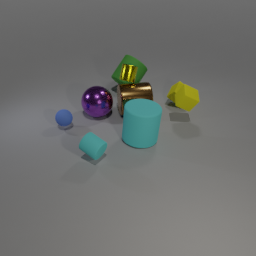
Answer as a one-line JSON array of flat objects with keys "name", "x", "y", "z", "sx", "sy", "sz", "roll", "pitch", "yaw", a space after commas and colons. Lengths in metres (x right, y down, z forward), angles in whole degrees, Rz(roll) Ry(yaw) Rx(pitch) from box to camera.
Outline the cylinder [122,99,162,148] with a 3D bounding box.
[{"name": "cylinder", "x": 0.512, "y": -0.189, "z": 10.626, "sx": 1.400, "sy": 1.400, "sz": 1.400, "roll": 4, "pitch": 33, "yaw": -2}]

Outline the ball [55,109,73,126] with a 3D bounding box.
[{"name": "ball", "x": -2.621, "y": -0.418, "z": 11.470, "sx": 0.700, "sy": 0.700, "sz": 0.700, "roll": 0, "pitch": 31, "yaw": 0}]

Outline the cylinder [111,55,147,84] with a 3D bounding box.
[{"name": "cylinder", "x": 0.072, "y": -2.859, "z": 14.652, "sx": 1.400, "sy": 1.400, "sz": 1.400, "roll": 33, "pitch": 0, "yaw": 0}]

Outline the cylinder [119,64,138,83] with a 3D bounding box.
[{"name": "cylinder", "x": 0.027, "y": -2.423, "z": 12.356, "sx": 0.700, "sy": 0.700, "sz": 0.700, "roll": 12, "pitch": 12, "yaw": -3}]

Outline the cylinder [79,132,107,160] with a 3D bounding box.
[{"name": "cylinder", "x": -1.175, "y": 0.605, "z": 9.454, "sx": 0.700, "sy": 0.700, "sz": 0.700, "roll": 33, "pitch": 41, "yaw": 17}]

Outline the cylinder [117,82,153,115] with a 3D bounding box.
[{"name": "cylinder", "x": 0.293, "y": -1.321, "z": 12.620, "sx": 1.400, "sy": 1.400, "sz": 1.400, "roll": -6, "pitch": 31, "yaw": -9}]

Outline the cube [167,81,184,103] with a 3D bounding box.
[{"name": "cube", "x": 2.383, "y": -1.638, "z": 13.175, "sx": 0.700, "sy": 0.700, "sz": 0.700, "roll": 35, "pitch": 65, "yaw": -14}]

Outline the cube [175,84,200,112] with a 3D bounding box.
[{"name": "cube", "x": 2.414, "y": -1.232, "z": 11.474, "sx": 0.700, "sy": 0.700, "sz": 0.700, "roll": 21, "pitch": 47, "yaw": -18}]

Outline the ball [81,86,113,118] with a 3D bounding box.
[{"name": "ball", "x": -1.359, "y": -1.157, "z": 12.360, "sx": 1.400, "sy": 1.400, "sz": 1.400, "roll": 0, "pitch": 31, "yaw": 0}]
